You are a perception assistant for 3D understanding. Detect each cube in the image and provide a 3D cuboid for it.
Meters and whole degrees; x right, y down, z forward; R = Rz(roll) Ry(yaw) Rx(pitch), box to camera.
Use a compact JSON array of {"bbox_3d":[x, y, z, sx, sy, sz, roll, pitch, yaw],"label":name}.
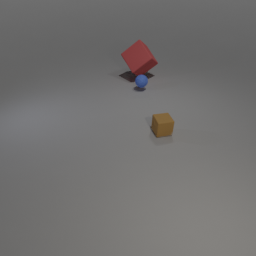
[{"bbox_3d":[1.419,-0.130,11.517,0.700,0.700,0.700,-7,37,-14],"label":"cube"},{"bbox_3d":[0.698,-4.098,16.596,1.400,1.400,1.400,-35,-11,18],"label":"cube"}]

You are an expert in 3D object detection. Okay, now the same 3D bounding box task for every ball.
[{"bbox_3d":[0.744,-2.574,15.392,0.700,0.700,0.700,0,30,0],"label":"ball"}]
